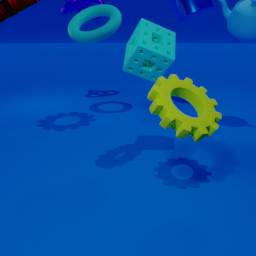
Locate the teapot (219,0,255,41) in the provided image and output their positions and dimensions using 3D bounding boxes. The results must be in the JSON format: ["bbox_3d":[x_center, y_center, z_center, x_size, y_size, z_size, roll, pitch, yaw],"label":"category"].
[{"bbox_3d":[3.088,-2.864,7.128,1.863,0.912,1.158,30,62,31],"label":"teapot"}]

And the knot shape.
[{"bbox_3d":[-1.738,-4.846,11.123,1.738,0.858,1.858,4,27,-12],"label":"knot shape"}]

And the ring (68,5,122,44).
[{"bbox_3d":[-1.083,-3.380,9.059,1.807,0.361,1.807,-9,52,11],"label":"ring"}]

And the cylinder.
[{"bbox_3d":[2.201,-4.556,9.897,1.308,1.308,1.308,-20,4,2],"label":"cylinder"}]

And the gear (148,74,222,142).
[{"bbox_3d":[0.985,-0.375,4.848,1.298,0.240,1.298,14,49,-17],"label":"gear"}]

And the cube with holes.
[{"bbox_3d":[0.442,-1.592,5.852,0.789,0.789,0.789,17,58,-17],"label":"cube with holes"}]

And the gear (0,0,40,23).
[{"bbox_3d":[-2.564,-3.176,6.875,1.987,0.368,1.987,-21,32,14],"label":"gear"}]
